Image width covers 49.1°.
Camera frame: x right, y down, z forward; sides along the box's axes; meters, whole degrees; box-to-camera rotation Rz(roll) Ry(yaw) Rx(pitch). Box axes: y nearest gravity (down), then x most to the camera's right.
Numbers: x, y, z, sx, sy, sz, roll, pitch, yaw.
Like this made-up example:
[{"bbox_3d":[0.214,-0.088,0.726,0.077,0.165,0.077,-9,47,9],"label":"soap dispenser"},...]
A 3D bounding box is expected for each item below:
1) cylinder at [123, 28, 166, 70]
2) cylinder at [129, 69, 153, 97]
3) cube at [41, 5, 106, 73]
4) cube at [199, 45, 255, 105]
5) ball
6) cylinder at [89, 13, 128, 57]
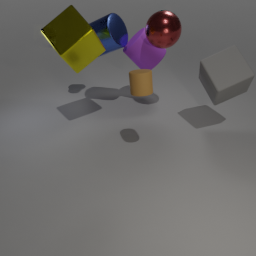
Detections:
[{"bbox_3d":[0.736,-3.448,12.458,1.400,1.400,1.400,41,22,-20],"label":"cylinder"},{"bbox_3d":[0.401,-1.396,8.597,0.700,0.700,0.700,-5,22,2],"label":"cylinder"},{"bbox_3d":[-1.896,-3.098,9.922,1.400,1.400,1.400,-39,70,2],"label":"cube"},{"bbox_3d":[3.614,-1.931,10.489,1.400,1.400,1.400,-24,70,4],"label":"cube"},{"bbox_3d":[1.362,-3.789,10.818,1.400,1.400,1.400,0,31,0],"label":"ball"},{"bbox_3d":[-0.939,-3.842,11.651,1.400,1.400,1.400,-10,22,34],"label":"cylinder"}]
